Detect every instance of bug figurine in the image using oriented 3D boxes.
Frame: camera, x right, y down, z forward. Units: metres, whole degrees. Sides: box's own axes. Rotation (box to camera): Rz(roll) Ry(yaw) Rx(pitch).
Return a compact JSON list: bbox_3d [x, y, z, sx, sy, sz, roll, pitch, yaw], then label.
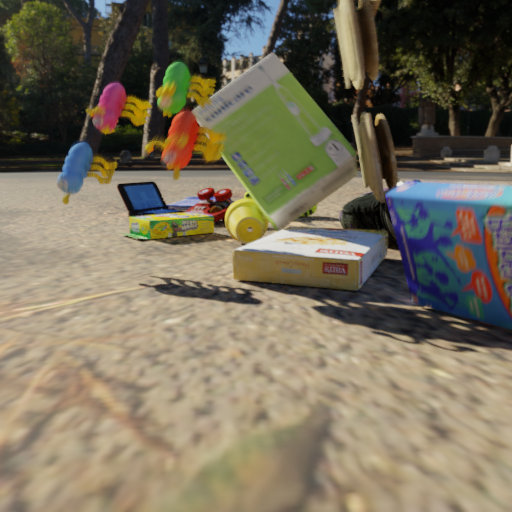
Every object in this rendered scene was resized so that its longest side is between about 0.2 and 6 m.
[{"bbox_3d":[-1.953,-2.019,8.969,3.063,2.375,0.788,-9,-34,26],"label":"bug figurine"}]

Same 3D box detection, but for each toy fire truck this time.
[{"bbox_3d":[-1.138,-1.091,13.826,1.370,0.768,1.150,8,37,37],"label":"toy fire truck"}]

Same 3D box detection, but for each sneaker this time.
[{"bbox_3d":[0.651,-1.377,15.302,1.994,0.739,0.833,8,4,0],"label":"sneaker"},{"bbox_3d":[2.388,-0.645,10.680,1.504,1.301,3.434,-13,5,8],"label":"sneaker"}]

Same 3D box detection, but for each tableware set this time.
[{"bbox_3d":[1.978,-2.628,9.271,0.678,3.383,2.236,-11,13,6],"label":"tableware set"}]

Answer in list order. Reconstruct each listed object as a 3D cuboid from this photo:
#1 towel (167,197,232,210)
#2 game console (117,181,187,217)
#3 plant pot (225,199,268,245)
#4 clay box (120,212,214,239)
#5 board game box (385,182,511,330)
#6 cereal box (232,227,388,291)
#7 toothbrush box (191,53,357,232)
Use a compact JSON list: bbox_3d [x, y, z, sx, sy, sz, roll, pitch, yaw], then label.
[{"bbox_3d":[-1.807,-1.721,17.986,1.678,0.276,2.318,1,11,11],"label":"towel"},{"bbox_3d":[-2.763,-1.522,15.196,1.337,0.921,1.551,6,13,31],"label":"game console"},{"bbox_3d":[-0.154,-0.593,10.626,0.843,0.843,0.793,-1,20,-6],"label":"plant pot"},{"bbox_3d":[-1.907,-0.654,11.941,1.766,0.420,1.015,-7,12,-37],"label":"clay box"},{"bbox_3d":[2.229,-0.011,5.585,0.412,1.394,1.833,-30,23,-26],"label":"board game box"},{"bbox_3d":[0.926,-0.041,8.498,1.785,0.490,2.481,4,11,20],"label":"cereal box"},{"bbox_3d":[0.350,-2.063,10.260,1.870,2.569,1.106,-36,-16,1],"label":"toothbrush box"}]
